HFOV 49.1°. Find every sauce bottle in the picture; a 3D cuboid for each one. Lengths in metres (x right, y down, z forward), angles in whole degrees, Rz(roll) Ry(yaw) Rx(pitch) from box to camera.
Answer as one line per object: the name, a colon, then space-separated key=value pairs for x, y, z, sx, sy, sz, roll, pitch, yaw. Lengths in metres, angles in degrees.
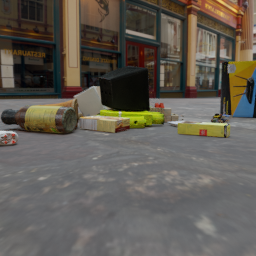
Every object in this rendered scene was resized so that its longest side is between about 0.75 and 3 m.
sauce bottle: x=-3.103 y=-0.331 z=9.575 sx=2.789 sy=0.902 sz=0.902 roll=4 pitch=8 yaw=25

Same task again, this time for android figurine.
android figurine: x=0.024 y=-0.410 z=11.397 sx=2.771 sy=0.569 sz=2.523 roll=1 pitch=8 yaw=-4

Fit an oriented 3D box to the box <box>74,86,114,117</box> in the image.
box: x=-1.512 y=-1.256 z=13.843 sx=1.089 sy=1.330 sz=2.801 roll=-27 pitch=4 yaw=11

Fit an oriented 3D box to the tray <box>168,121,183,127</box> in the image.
tray: x=2.161 y=-0.114 z=10.766 sx=0.720 sy=0.149 sz=1.342 roll=-2 pitch=8 yaw=-23

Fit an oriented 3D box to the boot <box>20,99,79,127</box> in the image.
boot: x=-3.027 y=-0.586 z=10.602 sx=2.174 sy=1.074 sz=2.801 roll=-1 pitch=5 yaw=-17

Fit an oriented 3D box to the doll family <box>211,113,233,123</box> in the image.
doll family: x=4.106 y=-0.445 z=12.420 sx=1.091 sy=0.428 sz=0.630 roll=1 pitch=2 yaw=-34

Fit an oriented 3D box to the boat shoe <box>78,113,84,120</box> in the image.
boat shoe: x=-2.805 y=-0.676 z=13.420 sx=1.717 sy=0.554 sz=0.612 roll=-2 pitch=8 yaw=-16

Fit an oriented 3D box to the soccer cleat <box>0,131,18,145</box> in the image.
soccer cleat: x=-3.483 y=0.257 z=7.004 sx=1.376 sy=0.477 sz=0.534 roll=3 pitch=0 yaw=-33

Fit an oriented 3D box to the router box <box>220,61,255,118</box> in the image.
router box: x=5.942 y=-1.993 z=14.560 sx=2.134 sy=2.861 sz=0.730 roll=2 pitch=7 yaw=19

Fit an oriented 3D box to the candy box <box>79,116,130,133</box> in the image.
candy box: x=-0.839 y=-0.163 z=9.979 sx=1.605 sy=0.444 sz=0.926 roll=5 pitch=9 yaw=34

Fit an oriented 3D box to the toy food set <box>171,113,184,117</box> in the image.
toy food set: x=1.904 y=-0.647 z=13.640 sx=1.580 sy=0.249 sz=1.004 roll=15 pitch=4 yaw=15

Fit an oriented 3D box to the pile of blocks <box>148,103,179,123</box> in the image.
pile of blocks: x=1.351 y=-0.778 z=13.130 sx=2.693 sy=0.837 sz=1.106 roll=8 pitch=11 yaw=44

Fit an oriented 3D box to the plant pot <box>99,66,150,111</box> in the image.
plant pot: x=-0.231 y=-1.568 z=11.665 sx=1.566 sy=1.761 sz=1.766 roll=-14 pitch=20 yaw=-27

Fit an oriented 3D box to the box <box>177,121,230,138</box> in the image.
box: x=2.376 y=0.028 z=8.817 sx=1.537 sy=0.385 sz=0.578 roll=5 pitch=9 yaw=28
